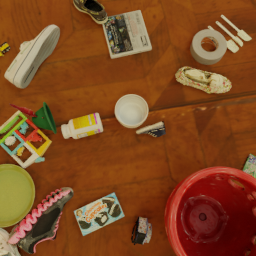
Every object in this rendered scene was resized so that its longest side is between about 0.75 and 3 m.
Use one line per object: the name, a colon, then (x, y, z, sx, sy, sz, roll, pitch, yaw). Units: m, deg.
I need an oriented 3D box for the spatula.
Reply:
spatula: (4.178, -3.941, 11.632, 1.127, 0.130, 1.620, -40, 78, -9)

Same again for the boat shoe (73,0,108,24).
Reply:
boat shoe: (-1.595, -5.097, 11.595, 0.707, 0.597, 1.982, -43, 69, -14)

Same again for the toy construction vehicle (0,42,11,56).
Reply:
toy construction vehicle: (-5.492, -3.221, 11.334, 1.193, 0.420, 1.038, -41, 89, -8)

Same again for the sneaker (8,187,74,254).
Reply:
sneaker: (-2.669, 3.104, 9.371, 2.532, 1.000, 1.208, -43, 100, -10)

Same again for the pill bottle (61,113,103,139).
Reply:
pill bottle: (-1.668, -0.038, 10.214, 1.417, 0.739, 0.739, -15, 75, -5)

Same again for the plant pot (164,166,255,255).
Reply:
plant pot: (2.506, 2.794, 8.394, 2.975, 2.709, 2.975, 0, 74, 0)

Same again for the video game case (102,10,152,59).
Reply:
video game case: (-0.081, -3.883, 11.572, 1.709, 0.219, 1.879, -13, 76, -4)

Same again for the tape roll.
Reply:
tape roll: (3.224, -3.251, 11.265, 1.372, 0.453, 1.372, 0, 74, -1)

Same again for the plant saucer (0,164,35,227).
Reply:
plant saucer: (-4.264, 2.335, 9.768, 2.124, 0.330, 2.124, 0, 75, 0)

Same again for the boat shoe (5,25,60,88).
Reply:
boat shoe: (-3.772, -2.948, 10.862, 0.956, 1.053, 2.864, 29, 77, 7)

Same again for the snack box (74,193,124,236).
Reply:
snack box: (-0.986, 2.943, 9.618, 1.518, 0.282, 0.882, -24, 76, -7)

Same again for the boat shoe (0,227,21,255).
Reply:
boat shoe: (-4.028, 4.046, 8.976, 2.357, 0.817, 0.834, 41, 79, 17)

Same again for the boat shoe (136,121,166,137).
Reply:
boat shoe: (0.882, 0.155, 10.353, 1.097, 0.409, 0.509, -19, 95, 7)

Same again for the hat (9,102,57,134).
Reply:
hat: (-3.379, -0.226, 10.051, 1.262, 1.188, 1.434, -20, 45, -6)

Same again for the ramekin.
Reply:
ramekin: (0.126, -0.570, 10.416, 1.226, 0.644, 1.226, 0, 74, 0)

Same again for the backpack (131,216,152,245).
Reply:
backpack: (0.477, 3.356, 9.234, 0.634, 0.823, 0.784, 9, 43, -7)

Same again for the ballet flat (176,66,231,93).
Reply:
ballet flat: (2.934, -1.849, 10.743, 2.223, 0.711, 0.841, 11, 75, 2)

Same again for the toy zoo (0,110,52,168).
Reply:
toy zoo: (-3.813, 0.502, 10.337, 2.093, 0.214, 1.373, 41, 78, 10)

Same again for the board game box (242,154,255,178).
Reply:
board game box: (4.497, 1.396, 10.139, 0.529, 0.114, 0.786, 29, 76, 7)
